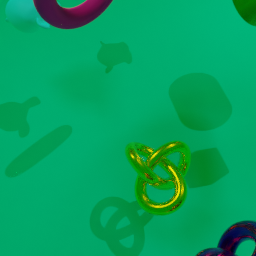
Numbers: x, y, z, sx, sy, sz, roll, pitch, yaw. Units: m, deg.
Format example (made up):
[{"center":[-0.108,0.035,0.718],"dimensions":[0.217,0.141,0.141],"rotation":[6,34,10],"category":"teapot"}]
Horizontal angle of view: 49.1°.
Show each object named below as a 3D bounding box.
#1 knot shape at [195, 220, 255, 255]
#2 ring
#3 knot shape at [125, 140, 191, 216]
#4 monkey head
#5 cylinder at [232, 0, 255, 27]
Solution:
[{"center":[1.153,1.906,3.267],"dimensions":[0.751,1.521,1.625],"rotation":[19,96,35],"category":"knot shape"},{"center":[-0.721,-2.294,4.358],"dimensions":[1.702,1.702,0.340],"rotation":[-37,74,-20],"category":"ring"},{"center":[0.471,0.690,4.833],"dimensions":[1.275,0.630,1.363],"rotation":[37,59,-6],"category":"knot shape"},{"center":[-1.896,-2.333,5.681],"dimensions":[1.430,0.862,1.029],"rotation":[22,15,37],"category":"monkey head"},{"center":[3.050,-2.973,5.658],"dimensions":[1.359,1.359,1.359],"rotation":[4,82,-29],"category":"cylinder"}]
